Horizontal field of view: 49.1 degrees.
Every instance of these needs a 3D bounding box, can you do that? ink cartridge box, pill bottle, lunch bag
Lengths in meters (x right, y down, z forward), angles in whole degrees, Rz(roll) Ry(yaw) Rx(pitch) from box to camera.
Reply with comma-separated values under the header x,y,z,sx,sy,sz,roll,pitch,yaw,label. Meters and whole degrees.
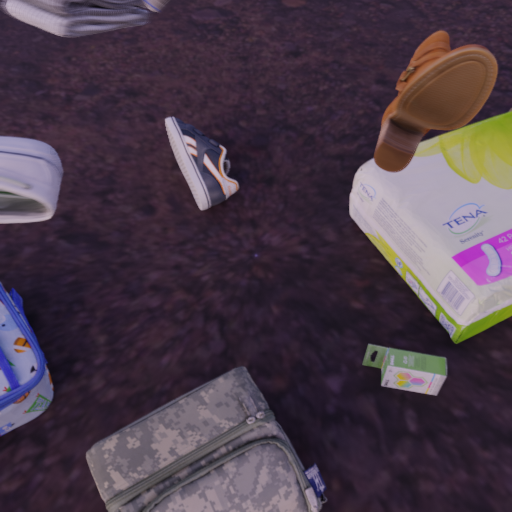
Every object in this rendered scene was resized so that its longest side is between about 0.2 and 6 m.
x,y,z,sx,sy,sz,roll,pitch,yaw,label
2.079,1.622,7.942,1.085,0.564,0.322,9,49,8,ink cartridge box
-1.658,-4.983,10.193,0.986,0.561,0.561,-30,44,27,pill bottle
-4.220,1.364,7.877,2.222,1.048,2.774,-29,57,-24,lunch bag
-0.560,2.648,6.512,2.257,1.572,1.893,-24,69,-19,lunch bag

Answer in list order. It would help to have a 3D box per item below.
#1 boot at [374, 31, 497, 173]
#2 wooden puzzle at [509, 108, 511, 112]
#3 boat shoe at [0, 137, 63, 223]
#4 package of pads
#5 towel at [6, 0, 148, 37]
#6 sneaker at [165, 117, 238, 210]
x,y,z,sx,sy,sz,roll,pitch,yaw,label
2.403,-2.321,7.341,0.889,2.319,1.800,24,64,1,boot
5.711,-2.598,11.787,1.102,0.131,1.858,28,55,21,wooden puzzle
-3.064,-0.689,5.145,2.421,0.890,0.808,-5,52,-15,boat shoe
4.069,-0.824,9.436,4.182,1.426,3.231,-21,53,-17,package of pads
-2.251,-3.270,7.136,1.194,0.617,1.442,27,39,28,towel
-1.042,-1.856,10.703,0.867,0.857,2.184,-22,64,-11,sneaker
